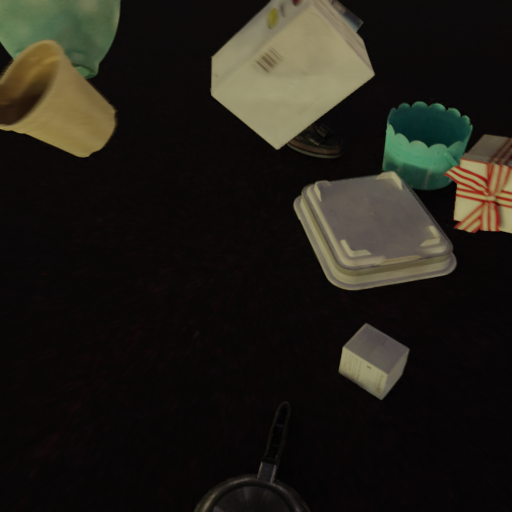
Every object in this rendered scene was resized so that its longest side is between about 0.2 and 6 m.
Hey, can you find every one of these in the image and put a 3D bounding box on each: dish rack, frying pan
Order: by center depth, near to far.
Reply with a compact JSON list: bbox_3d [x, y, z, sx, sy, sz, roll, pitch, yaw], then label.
[{"bbox_3d":[0.225,2.749,6.295,1.423,0.383,2.352,27,52,26],"label":"frying pan"},{"bbox_3d":[2.050,-0.625,9.871,2.309,0.586,2.691,-8,44,-10],"label":"dish rack"}]

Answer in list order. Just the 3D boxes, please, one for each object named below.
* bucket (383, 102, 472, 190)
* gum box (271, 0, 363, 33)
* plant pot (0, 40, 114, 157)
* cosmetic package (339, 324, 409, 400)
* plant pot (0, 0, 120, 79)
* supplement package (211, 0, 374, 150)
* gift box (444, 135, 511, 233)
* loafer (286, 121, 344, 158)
[{"bbox_3d":[3.359,-2.185,11.185,1.730,1.125,1.730,0,42,0],"label":"bucket"},{"bbox_3d":[0.984,-4.614,10.376,1.619,0.424,1.905,33,12,-17],"label":"gum box"},{"bbox_3d":[-2.227,-1.688,6.425,1.109,1.015,1.109,-14,63,29],"label":"plant pot"},{"bbox_3d":[1.584,1.416,7.566,0.694,0.581,0.578,30,50,29],"label":"cosmetic package"},{"bbox_3d":[-2.636,-2.993,7.346,1.744,1.169,1.744,-1,3,0],"label":"plant pot"},{"bbox_3d":[0.520,-3.022,8.921,2.018,1.572,1.119,-34,40,30],"label":"supplement package"},{"bbox_3d":[3.450,-0.998,8.100,1.245,1.149,1.163,13,38,35],"label":"gift box"},{"bbox_3d":[0.940,-2.755,12.146,2.155,0.679,0.775,28,49,27],"label":"loafer"}]
